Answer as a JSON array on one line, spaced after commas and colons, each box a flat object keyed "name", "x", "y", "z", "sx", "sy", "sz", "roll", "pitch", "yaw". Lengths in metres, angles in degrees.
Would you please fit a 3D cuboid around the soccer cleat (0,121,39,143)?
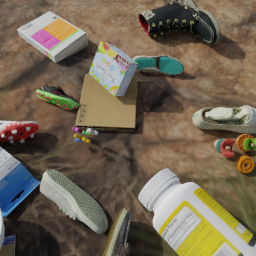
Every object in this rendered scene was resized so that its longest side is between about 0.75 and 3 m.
[{"name": "soccer cleat", "x": -3.798, "y": 0.051, "z": 8.364, "sx": 2.208, "sy": 0.757, "sz": 0.940, "roll": -17, "pitch": 60, "yaw": -6}]

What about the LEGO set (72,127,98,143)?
[{"name": "LEGO set", "x": -1.344, "y": 0.192, "z": 7.955, "sx": 1.056, "sy": 0.433, "sz": 0.403, "roll": 0, "pitch": 67, "yaw": 53}]

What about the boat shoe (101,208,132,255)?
[{"name": "boat shoe", "x": -0.242, "y": 3.019, "z": 6.253, "sx": 0.766, "sy": 0.865, "sz": 2.363, "roll": 20, "pitch": 59, "yaw": 0}]

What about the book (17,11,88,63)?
[{"name": "book", "x": -3.021, "y": -3.683, "z": 11.148, "sx": 1.638, "sy": 0.589, "sz": 2.451, "roll": -40, "pitch": 63, "yaw": -22}]

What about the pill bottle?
[{"name": "pill bottle", "x": 1.509, "y": 2.187, "z": 6.377, "sx": 1.465, "sy": 1.465, "sz": 2.633, "roll": -35, "pitch": 62, "yaw": -22}]

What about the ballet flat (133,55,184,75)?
[{"name": "ballet flat", "x": 1.080, "y": -2.350, "z": 10.165, "sx": 1.887, "sy": 0.714, "sz": 0.603, "roll": 9, "pitch": 23, "yaw": 2}]

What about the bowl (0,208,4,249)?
[{"name": "bowl", "x": -3.675, "y": 2.601, "z": 6.373, "sx": 2.024, "sy": 0.910, "sz": 2.024, "roll": -3, "pitch": 52, "yaw": 4}]

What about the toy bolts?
[{"name": "toy bolts", "x": 3.062, "y": 0.676, "z": 8.103, "sx": 1.151, "sy": 0.798, "sz": 1.100, "roll": 8, "pitch": 95, "yaw": -6}]

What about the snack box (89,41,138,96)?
[{"name": "snack box", "x": -0.509, "y": -1.932, "z": 9.142, "sx": 0.494, "sy": 1.231, "sz": 1.460, "roll": -10, "pitch": 47, "yaw": -48}]

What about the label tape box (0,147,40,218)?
[{"name": "label tape box", "x": -3.475, "y": 1.332, "z": 7.478, "sx": 1.793, "sy": 0.593, "sz": 1.284, "roll": 29, "pitch": 57, "yaw": 24}]

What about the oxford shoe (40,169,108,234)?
[{"name": "oxford shoe", "x": -1.402, "y": 1.927, "z": 7.127, "sx": 2.167, "sy": 0.815, "sz": 0.626, "roll": 37, "pitch": 103, "yaw": 15}]

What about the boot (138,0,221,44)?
[{"name": "boot", "x": 1.962, "y": -4.022, "z": 11.108, "sx": 2.270, "sy": 1.085, "sz": 3.006, "roll": -23, "pitch": 56, "yaw": -11}]

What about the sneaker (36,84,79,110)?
[{"name": "sneaker", "x": -2.287, "y": -1.094, "z": 9.259, "sx": 1.555, "sy": 0.597, "sz": 0.651, "roll": 23, "pitch": 61, "yaw": 14}]

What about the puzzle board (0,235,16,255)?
[{"name": "puzzle board", "x": -3.130, "y": 2.957, "z": 6.688, "sx": 0.844, "sy": 0.073, "sz": 0.636, "roll": -8, "pitch": 54, "yaw": -6}]

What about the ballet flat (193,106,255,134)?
[{"name": "ballet flat", "x": 3.269, "y": -0.314, "z": 8.560, "sx": 2.496, "sy": 0.867, "sz": 0.867, "roll": -1, "pitch": 55, "yaw": -1}]

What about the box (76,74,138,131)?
[{"name": "box", "x": -0.645, "y": -0.900, "z": 9.327, "sx": 1.875, "sy": 0.244, "sz": 2.294, "roll": 2, "pitch": 54, "yaw": 1}]
